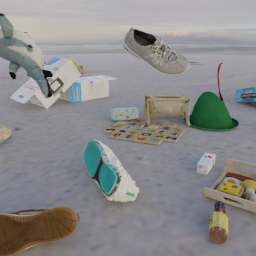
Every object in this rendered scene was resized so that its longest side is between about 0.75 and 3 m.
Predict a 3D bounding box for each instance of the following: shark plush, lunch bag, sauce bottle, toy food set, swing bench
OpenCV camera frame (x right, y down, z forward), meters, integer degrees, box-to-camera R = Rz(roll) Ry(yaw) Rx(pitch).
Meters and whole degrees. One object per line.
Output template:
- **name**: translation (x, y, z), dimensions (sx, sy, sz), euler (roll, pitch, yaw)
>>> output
- **shark plush**: translation (-2.651, -1.671, 7.159), dimensions (2.507, 1.044, 1.139), euler (47, 5, 4)
- **lunch bag**: translation (-0.108, -0.560, 10.956), dimensions (1.135, 0.437, 0.910), euler (-4, 8, -6)
- **sauce bottle**: translation (1.587, 1.605, 4.875), dimensions (0.312, 0.312, 0.946), euler (6, 17, 18)
- **toy food set**: translation (2.431, 1.136, 5.934), dimensions (1.175, 0.495, 1.637), euler (12, 22, 32)
- **swing bench**: translation (1.461, -0.773, 10.702), dimensions (1.605, 1.047, 1.614), euler (0, 16, 0)

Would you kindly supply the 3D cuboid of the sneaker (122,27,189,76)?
- **sneaker**: translation (1.146, -3.045, 11.266), dimensions (2.949, 1.102, 1.209), euler (23, -15, -3)

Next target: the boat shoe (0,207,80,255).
- **boat shoe**: translation (-1.658, 1.624, 4.548), dimensions (1.775, 0.640, 0.639), euler (-12, -11, -4)

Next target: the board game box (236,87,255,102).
- **board game box**: translation (6.903, -1.593, 13.074), dimensions (2.832, 0.665, 2.138), euler (-3, 4, -8)

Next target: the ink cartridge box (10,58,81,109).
- **ink cartridge box**: translation (-3.855, -1.961, 13.157), dimensions (1.708, 0.984, 2.949), euler (20, 62, 45)

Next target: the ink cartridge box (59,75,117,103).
- **ink cartridge box**: translation (-2.130, -2.114, 14.830), dimensions (2.834, 0.961, 1.631), euler (-15, 25, -36)

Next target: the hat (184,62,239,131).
- **hat**: translation (3.117, -1.243, 10.469), dimensions (1.989, 2.114, 2.401), euler (-3, 19, -10)

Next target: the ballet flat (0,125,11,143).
- **ballet flat**: translation (-4.398, 0.187, 7.949), dimensions (1.021, 1.008, 2.998), euler (8, 20, 11)

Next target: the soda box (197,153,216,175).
- **soda box**: translation (1.974, 0.890, 7.053), dimensions (0.273, 0.255, 0.803), euler (10, 21, 28)

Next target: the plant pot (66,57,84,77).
- **plant pot**: translation (-4.204, -4.607, 21.829), dimensions (1.386, 1.514, 1.514), euler (28, 32, 35)

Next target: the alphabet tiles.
- **alphabet tiles**: translation (0.570, 0.089, 9.696), dimensions (2.579, 0.082, 2.146), euler (8, 20, 22)

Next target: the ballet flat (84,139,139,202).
- **ballet flat**: translation (-0.410, 0.988, 6.329), dimensions (0.821, 0.821, 2.287), euler (-7, 22, -19)
